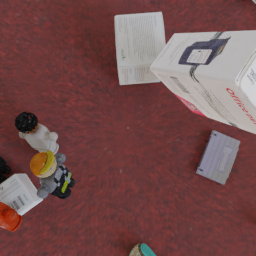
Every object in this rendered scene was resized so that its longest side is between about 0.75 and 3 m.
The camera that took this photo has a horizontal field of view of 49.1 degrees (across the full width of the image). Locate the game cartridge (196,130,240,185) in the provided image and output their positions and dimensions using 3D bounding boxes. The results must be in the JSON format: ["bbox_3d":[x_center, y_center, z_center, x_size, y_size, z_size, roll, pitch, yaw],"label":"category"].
[{"bbox_3d":[2.821,0.914,8.714,0.944,0.280,1.457,24,82,0],"label":"game cartridge"}]

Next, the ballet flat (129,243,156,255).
[{"bbox_3d":[0.934,4.313,8.010,2.255,0.765,0.849,39,106,11],"label":"ballet flat"}]

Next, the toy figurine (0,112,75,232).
[{"bbox_3d":[-2.997,1.028,7.422,2.636,1.863,2.678,-29,49,-4],"label":"toy figurine"}]

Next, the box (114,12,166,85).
[{"bbox_3d":[0.350,-2.341,8.512,1.404,1.631,1.639,-4,81,-1],"label":"box"}]

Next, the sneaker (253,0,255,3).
[{"bbox_3d":[4.137,-5.062,9.151,0.924,1.013,2.472,-31,70,35],"label":"sneaker"}]

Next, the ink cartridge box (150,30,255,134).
[{"bbox_3d":[2.120,-1.026,6.252,2.029,2.803,1.182,38,87,-31],"label":"ink cartridge box"}]

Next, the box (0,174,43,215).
[{"bbox_3d":[-3.285,2.026,8.200,1.031,0.888,1.036,-36,82,-5],"label":"box"}]
